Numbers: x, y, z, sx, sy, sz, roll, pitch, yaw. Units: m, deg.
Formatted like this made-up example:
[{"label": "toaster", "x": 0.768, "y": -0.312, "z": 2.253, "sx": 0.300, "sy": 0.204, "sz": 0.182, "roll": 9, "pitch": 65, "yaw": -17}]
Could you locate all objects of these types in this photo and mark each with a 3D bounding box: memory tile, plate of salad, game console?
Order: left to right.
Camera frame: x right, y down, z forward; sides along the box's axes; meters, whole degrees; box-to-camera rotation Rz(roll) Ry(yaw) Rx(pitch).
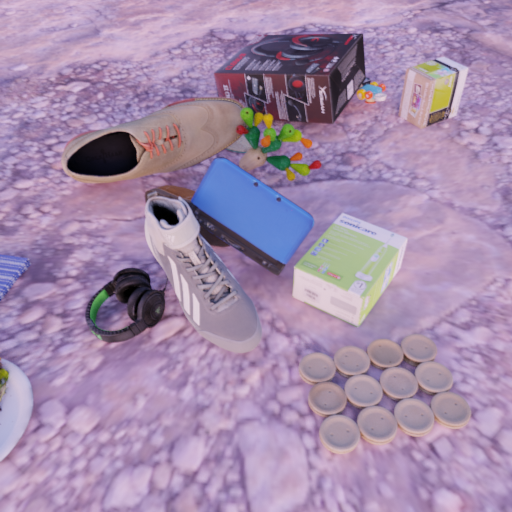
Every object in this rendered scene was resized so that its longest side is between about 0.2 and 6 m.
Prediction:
[{"label": "plate of salad", "x": -3.936, "y": 2.036, "z": 7.160, "sx": 2.043, "sy": 0.491, "sz": 2.043, "roll": 1, "pitch": 42, "yaw": -1}, {"label": "game console", "x": -0.114, "y": -0.579, "z": 8.755, "sx": 1.760, "sy": 1.502, "sz": 1.041, "roll": 34, "pitch": 90, "yaw": 0}, {"label": "memory tile", "x": 1.700, "y": 1.815, "z": 7.639, "sx": 2.066, "sy": 0.173, "sz": 1.584, "roll": -9, "pitch": 43, "yaw": -9}]

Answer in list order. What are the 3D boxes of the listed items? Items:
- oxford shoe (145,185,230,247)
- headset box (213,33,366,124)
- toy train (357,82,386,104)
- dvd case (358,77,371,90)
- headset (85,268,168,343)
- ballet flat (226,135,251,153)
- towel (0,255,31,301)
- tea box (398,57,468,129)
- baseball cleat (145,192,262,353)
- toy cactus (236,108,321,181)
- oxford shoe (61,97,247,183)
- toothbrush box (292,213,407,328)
[{"label": "oxford shoe", "x": -1.059, "y": -0.842, "z": 10.170, "sx": 2.126, "sy": 0.758, "sz": 0.758, "roll": 30, "pitch": 44, "yaw": 30}, {"label": "headset box", "x": 0.697, "y": -4.245, "z": 13.222, "sx": 3.172, "sy": 1.190, "sz": 2.358, "roll": 11, "pitch": 45, "yaw": 27}, {"label": "toy train", "x": 2.307, "y": -3.731, "z": 13.483, "sx": 1.639, "sy": 0.456, "sz": 1.231, "roll": 0, "pitch": 41, "yaw": 14}, {"label": "dvd case", "x": 1.961, "y": -4.511, "z": 14.568, "sx": 1.657, "sy": 0.205, "sz": 1.245, "roll": -28, "pitch": 49, "yaw": -27}, {"label": "headset", "x": -1.746, "y": 0.696, "z": 8.688, "sx": 1.772, "sy": 0.833, "sz": 1.094, "roll": -35, "pitch": 48, "yaw": -13}, {"label": "ballet flat", "x": -0.766, "y": -2.683, "z": 12.361, "sx": 1.504, "sy": 0.469, "sz": 0.507, "roll": 21, "pitch": 48, "yaw": 21}, {"label": "towel", "x": -4.568, "y": 0.556, "z": 9.056, "sx": 1.195, "sy": 0.197, "sz": 1.651, "roll": 7, "pitch": 41, "yaw": 11}, {"label": "tea box", "x": 4.091, "y": -3.794, "z": 13.023, "sx": 1.194, "sy": 1.214, "sz": 0.811, "roll": -23, "pitch": 47, "yaw": -24}, {"label": "baseball cleat", "x": -0.876, "y": 0.211, "z": 8.053, "sx": 0.931, "sy": 1.421, "sz": 2.671, "roll": -36, "pitch": 71, "yaw": -17}, {"label": "toy cactus", "x": 0.233, "y": -2.054, "z": 11.103, "sx": 1.862, "sy": 1.537, "sz": 0.952, "roll": 30, "pitch": 54, "yaw": -27}, {"label": "oxford shoe", "x": -1.868, "y": -2.116, "z": 10.794, "sx": 3.755, "sy": 1.323, "sz": 1.404, "roll": -20, "pitch": 19, "yaw": -5}, {"label": "toothbrush box", "x": 1.512, "y": 0.181, "z": 9.023, "sx": 1.207, "sy": 0.713, "sz": 1.657, "roll": 24, "pitch": 48, "yaw": 24}]
